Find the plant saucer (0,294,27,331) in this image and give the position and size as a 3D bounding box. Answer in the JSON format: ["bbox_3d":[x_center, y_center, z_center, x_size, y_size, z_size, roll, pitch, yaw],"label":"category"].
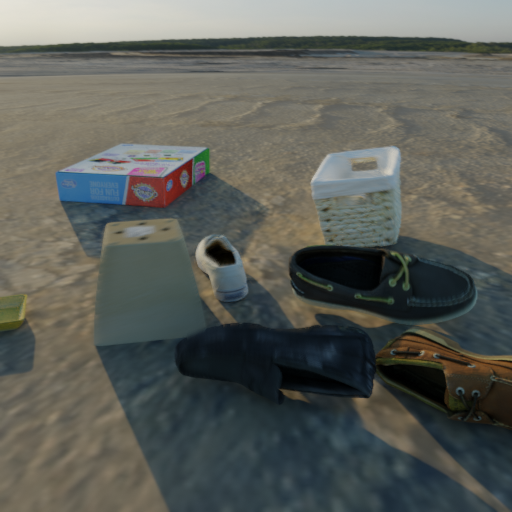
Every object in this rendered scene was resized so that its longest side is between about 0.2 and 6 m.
[{"bbox_3d":[-3.158,0.730,6.767,0.732,0.177,0.732,-8,23,-16],"label":"plant saucer"}]

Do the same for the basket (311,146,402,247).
[{"bbox_3d":[1.757,-0.996,9.414,1.312,1.194,1.936,-3,22,18],"label":"basket"}]

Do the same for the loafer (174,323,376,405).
[{"bbox_3d":[0.147,1.048,5.317,1.949,0.662,0.684,-1,51,9],"label":"loafer"}]

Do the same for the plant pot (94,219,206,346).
[{"bbox_3d":[-1.318,0.222,6.757,1.278,1.132,1.277,-4,22,-11],"label":"plant pot"}]

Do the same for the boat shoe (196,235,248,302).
[{"bbox_3d":[-0.520,-0.007,7.917,0.623,0.613,1.756,-10,25,-8],"label":"boat shoe"}]

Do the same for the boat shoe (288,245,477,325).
[{"bbox_3d":[1.499,0.303,6.767,2.260,0.680,0.806,3,60,15],"label":"boat shoe"}]

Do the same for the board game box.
[{"bbox_3d":[-2.612,-1.891,12.608,2.376,0.626,3.106,5,23,12],"label":"board game box"}]

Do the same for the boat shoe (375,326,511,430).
[{"bbox_3d":[1.922,1.230,5.005,0.653,0.691,1.922,-22,21,-34],"label":"boat shoe"}]
